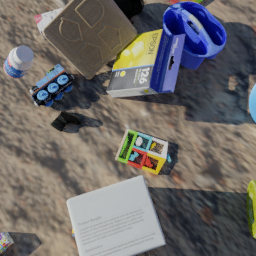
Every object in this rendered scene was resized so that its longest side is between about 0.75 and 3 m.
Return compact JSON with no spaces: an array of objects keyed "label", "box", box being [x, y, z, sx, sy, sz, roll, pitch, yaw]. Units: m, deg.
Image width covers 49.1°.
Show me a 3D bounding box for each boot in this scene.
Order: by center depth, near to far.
[{"label":"boot","box":[-2.230,-0.170,10.185,0.992,0.373,0.742,23,64,20]}]

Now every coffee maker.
[{"label":"coffee maker","box":[-0.694,-4.786,10.994,2.290,2.199,1.542,-30,88,-9]}]

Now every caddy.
[{"label":"caddy","box":[2.538,-3.720,10.978,1.953,1.450,2.763,-31,72,-10]}]

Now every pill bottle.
[{"label":"pill bottle","box":[-3.034,-1.851,7.822,0.645,1.150,0.645,9,74,-32]}]

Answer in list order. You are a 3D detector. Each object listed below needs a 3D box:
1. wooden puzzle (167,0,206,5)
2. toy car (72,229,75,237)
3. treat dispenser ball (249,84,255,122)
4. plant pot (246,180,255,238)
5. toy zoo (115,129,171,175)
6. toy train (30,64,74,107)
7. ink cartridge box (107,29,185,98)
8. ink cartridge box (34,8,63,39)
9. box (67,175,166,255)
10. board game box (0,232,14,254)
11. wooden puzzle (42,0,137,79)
[{"label":"wooden puzzle","box":[2.522,-5.854,12.463,1.468,0.174,2.475,-36,73,-13]},{"label":"toy car","box":[-2.252,3.697,8.610,0.888,0.602,1.810,22,71,8]},{"label":"treat dispenser ball","box":[5.335,-0.875,9.438,2.311,2.311,2.311,0,69,0]},{"label":"plant pot","box":[4.964,2.447,8.251,2.540,2.638,2.638,1,69,13]},{"label":"toy zoo","box":[0.625,0.864,9.900,1.859,0.190,1.219,19,70,8]},{"label":"toy train","box":[-2.897,-1.557,10.562,1.759,0.763,1.005,-40,65,-12]},{"label":"ink cartridge box","box":[0.623,-2.407,10.324,2.582,0.607,2.551,-2,64,35]},{"label":"ink cartridge box","box":[-3.140,-4.378,11.720,1.242,0.514,0.910,-21,71,-8]},{"label":"box","box":[-0.320,2.724,8.114,2.197,2.208,1.891,-17,72,-5]},{"label":"board game box","box":[-4.075,3.675,8.710,0.823,0.424,0.431,-38,74,-13]},{"label":"wooden puzzle","box":[-1.374,-3.578,10.432,2.693,2.494,0.623,-44,31,4]}]
